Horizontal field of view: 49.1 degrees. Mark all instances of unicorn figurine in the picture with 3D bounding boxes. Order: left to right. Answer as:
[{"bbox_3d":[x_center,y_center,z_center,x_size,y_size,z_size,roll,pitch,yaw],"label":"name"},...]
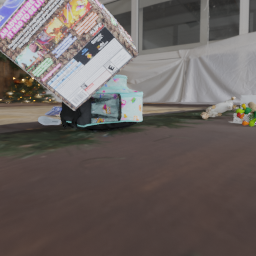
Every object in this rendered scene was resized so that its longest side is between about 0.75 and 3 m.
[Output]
[{"bbox_3d":[4.780,-0.969,13.900,2.477,0.915,1.701,-5,-4,4],"label":"unicorn figurine"}]

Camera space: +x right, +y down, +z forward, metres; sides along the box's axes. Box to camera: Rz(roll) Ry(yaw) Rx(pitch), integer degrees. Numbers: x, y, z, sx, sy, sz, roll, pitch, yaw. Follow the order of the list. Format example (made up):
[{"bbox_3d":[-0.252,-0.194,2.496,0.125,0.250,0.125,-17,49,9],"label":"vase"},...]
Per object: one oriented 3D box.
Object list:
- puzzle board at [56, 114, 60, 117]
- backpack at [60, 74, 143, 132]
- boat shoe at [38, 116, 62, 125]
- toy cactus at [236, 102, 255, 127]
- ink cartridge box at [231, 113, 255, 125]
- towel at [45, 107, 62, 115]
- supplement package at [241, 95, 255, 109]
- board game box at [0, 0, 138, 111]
[{"bbox_3d":[-2.140,-0.719,14.987,2.725,0.237,2.053,4,8,30],"label":"puzzle board"},{"bbox_3d":[-0.728,-0.791,8.986,2.426,1.860,2.132,5,-2,-32],"label":"backpack"},{"bbox_3d":[-3.019,-0.246,10.856,0.932,0.335,0.289,10,-8,8],"label":"boat shoe"},{"bbox_3d":[4.751,-0.606,10.410,1.659,0.848,1.369,5,34,3],"label":"toy cactus"},{"bbox_3d":[4.801,-0.394,11.358,0.723,0.415,1.234,-4,8,-32],"label":"ink cartridge box"},{"bbox_3d":[-3.252,-1.022,15.749,2.430,0.290,1.759,-6,-5,-31],"label":"towel"},{"bbox_3d":[6.385,-0.933,12.727,2.119,1.160,1.205,6,9,43],"label":"supplement package"},{"bbox_3d":[-1.453,-2.119,6.416,2.111,2.648,1.282,-38,32,17],"label":"board game box"}]
